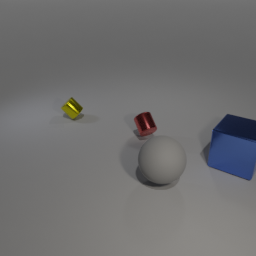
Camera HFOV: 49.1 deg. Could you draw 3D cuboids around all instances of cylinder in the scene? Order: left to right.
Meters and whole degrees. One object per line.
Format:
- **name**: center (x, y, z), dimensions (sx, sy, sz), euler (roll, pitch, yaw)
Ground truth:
- **cylinder**: center (-2.432, -0.866, 12.160), dimensions (0.700, 0.700, 0.700), euler (-39, 19, 16)
- **cylinder**: center (0.658, -0.145, 10.578), dimensions (0.700, 0.700, 0.700), euler (-13, 67, -22)

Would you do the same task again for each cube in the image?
- **cube**: center (3.554, 0.556, 9.036), dimensions (1.400, 1.400, 1.400), euler (18, 33, 31)

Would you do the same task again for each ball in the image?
- **ball**: center (0.987, 0.911, 8.108), dimensions (1.400, 1.400, 1.400), euler (0, 28, 0)
